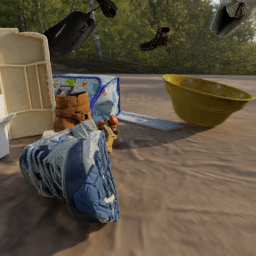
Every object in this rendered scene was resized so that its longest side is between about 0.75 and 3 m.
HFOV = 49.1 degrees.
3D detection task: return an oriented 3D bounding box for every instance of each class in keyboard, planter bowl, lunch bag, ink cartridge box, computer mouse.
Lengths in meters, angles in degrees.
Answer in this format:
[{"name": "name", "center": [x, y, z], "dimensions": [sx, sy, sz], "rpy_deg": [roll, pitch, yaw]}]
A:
[{"name": "keyboard", "center": [0.431, -0.250, 9.237], "dimensions": [0.829, 0.157, 2.947], "rpy_deg": [-17, 21, -38]}, {"name": "planter bowl", "center": [2.282, -0.766, 8.661], "dimensions": [2.765, 1.152, 2.765], "rpy_deg": [9, 21, -4]}, {"name": "lunch bag", "center": [-1.626, -0.818, 8.668], "dimensions": [2.182, 1.635, 2.566], "rpy_deg": [5, 24, 18]}, {"name": "ink cartridge box", "center": [-3.359, 0.044, 5.328], "dimensions": [2.060, 1.290, 1.324], "rpy_deg": [2, 13, 10]}, {"name": "computer mouse", "center": [-1.705, -3.107, 8.359], "dimensions": [2.870, 0.661, 2.015], "rpy_deg": [-30, -19, 9]}]

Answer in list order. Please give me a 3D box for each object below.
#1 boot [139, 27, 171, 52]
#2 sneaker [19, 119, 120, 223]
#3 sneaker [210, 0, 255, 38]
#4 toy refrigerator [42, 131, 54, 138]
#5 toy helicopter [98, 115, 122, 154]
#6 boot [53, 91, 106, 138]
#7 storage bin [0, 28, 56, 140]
[{"name": "boot", "center": [0.858, -2.849, 8.975], "dimensions": [1.025, 0.370, 0.774], "rpy_deg": [-12, -23, -9]}, {"name": "sneaker", "center": [-0.880, 0.611, 3.951], "dimensions": [1.240, 1.122, 2.912], "rpy_deg": [-13, 8, -10]}, {"name": "sneaker", "center": [2.112, -2.391, 4.616], "dimensions": [0.873, 0.942, 2.324], "rpy_deg": [39, -22, 7]}, {"name": "toy refrigerator", "center": [-1.793, 0.315, 6.320], "dimensions": [0.299, 0.325, 0.855], "rpy_deg": [-2, 14, -10]}, {"name": "toy helicopter", "center": [-0.375, 0.239, 6.345], "dimensions": [0.419, 0.702, 1.062], "rpy_deg": [-28, 26, 24]}, {"name": "boot", "center": [-0.980, -0.199, 6.379], "dimensions": [1.664, 1.292, 0.638], "rpy_deg": [-12, 18, -43]}, {"name": "storage bin", "center": [-3.175, -1.315, 8.097], "dimensions": [1.302, 2.758, 2.778], "rpy_deg": [-11, 17, -28]}]
